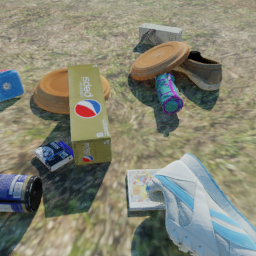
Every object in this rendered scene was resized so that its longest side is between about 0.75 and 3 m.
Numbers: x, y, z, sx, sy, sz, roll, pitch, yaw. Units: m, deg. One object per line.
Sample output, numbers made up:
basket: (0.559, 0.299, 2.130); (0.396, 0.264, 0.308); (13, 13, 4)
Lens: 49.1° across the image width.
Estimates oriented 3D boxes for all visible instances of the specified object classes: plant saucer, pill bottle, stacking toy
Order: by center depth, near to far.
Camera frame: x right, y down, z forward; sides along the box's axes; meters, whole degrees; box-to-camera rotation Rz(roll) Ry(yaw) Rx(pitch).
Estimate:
pill bottle: (-2.331, 1.226, 5.315); (1.238, 0.692, 0.692); (2, 38, 3)
plant saucer: (-1.766, -1.305, 8.799); (2.419, 0.453, 2.419); (0, 37, 0)
stacking toy: (-3.990, -1.516, 8.923); (0.922, 0.872, 1.588); (-22, 31, -22)
plant saucer: (1.022, -2.359, 9.511); (2.130, 0.344, 2.130); (-23, 31, 15)

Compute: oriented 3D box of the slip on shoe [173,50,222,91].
slip on shoe: (2.211, -2.328, 9.760); (1.097, 0.874, 2.885); (-13, 40, -17)

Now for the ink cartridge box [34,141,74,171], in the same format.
ink cartridge box: (-1.670, 0.591, 6.571); (0.760, 0.165, 0.753); (-30, 47, -35)

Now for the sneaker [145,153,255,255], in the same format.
sneaker: (1.332, 1.738, 4.516); (1.148, 1.087, 2.842); (-31, 46, -4)

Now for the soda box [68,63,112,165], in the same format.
soda box: (-0.987, -0.453, 6.940); (0.859, 0.909, 2.684); (-7, 49, -8)

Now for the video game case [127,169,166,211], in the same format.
video game case: (0.457, 1.241, 5.768); (0.913, 0.115, 1.003); (-2, 37, -3)

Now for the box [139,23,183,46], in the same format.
box: (1.378, -3.948, 11.997); (1.795, 0.737, 0.614); (17, 41, 22)

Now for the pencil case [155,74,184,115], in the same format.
pencil case: (1.193, -1.043, 8.263); (0.623, 0.677, 1.464); (8, 38, -12)
